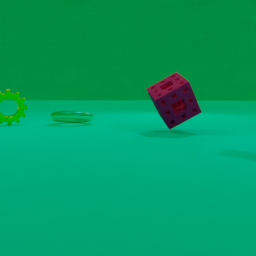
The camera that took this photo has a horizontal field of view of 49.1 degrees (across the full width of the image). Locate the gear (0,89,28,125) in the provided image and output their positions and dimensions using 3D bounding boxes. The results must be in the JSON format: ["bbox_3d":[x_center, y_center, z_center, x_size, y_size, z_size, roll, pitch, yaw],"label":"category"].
[{"bbox_3d":[-3.858,-0.668,9.050,1.127,1.127,0.208,-3,14,-28],"label":"gear"}]

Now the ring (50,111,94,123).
[{"bbox_3d":[-1.889,-0.368,9.466,1.447,0.289,1.447,0,-3,0],"label":"ring"}]

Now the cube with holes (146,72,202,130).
[{"bbox_3d":[1.175,-0.722,7.291,0.928,0.928,0.928,-29,27,3],"label":"cube with holes"}]
